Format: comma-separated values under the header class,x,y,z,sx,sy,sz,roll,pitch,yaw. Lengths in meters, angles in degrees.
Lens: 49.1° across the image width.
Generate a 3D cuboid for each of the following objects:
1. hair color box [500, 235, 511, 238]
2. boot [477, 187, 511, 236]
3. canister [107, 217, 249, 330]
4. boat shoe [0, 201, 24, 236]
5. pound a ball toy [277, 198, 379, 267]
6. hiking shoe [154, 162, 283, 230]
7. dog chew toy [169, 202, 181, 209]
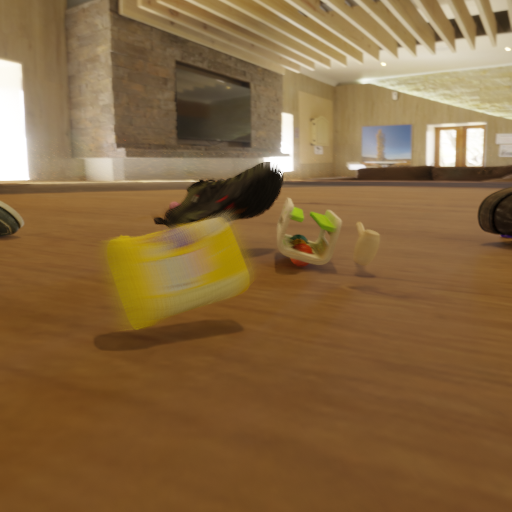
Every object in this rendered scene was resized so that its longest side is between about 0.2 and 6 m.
class,x,y,z,sx,sy,sz,roll,pitch,yaw
hair color box,5.271,-0.520,10.507,1.134,0.367,0.620,7,18,44
boot,5.427,-0.731,9.001,2.986,1.034,2.599,-26,21,-12
canister,-0.640,0.117,4.736,1.016,0.755,0.440,-16,-13,-29
boat shoe,-5.901,-0.640,10.659,2.963,1.079,0.915,8,54,9
pound a ball toy,0.909,-0.223,7.919,1.235,0.804,1.893,17,10,-2
hiking shoe,-0.563,-1.004,9.025,2.226,0.843,1.121,-34,49,-28
dog chew toy,-2.192,-1.355,15.893,0.535,0.333,0.333,5,8,-13
